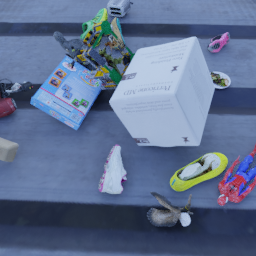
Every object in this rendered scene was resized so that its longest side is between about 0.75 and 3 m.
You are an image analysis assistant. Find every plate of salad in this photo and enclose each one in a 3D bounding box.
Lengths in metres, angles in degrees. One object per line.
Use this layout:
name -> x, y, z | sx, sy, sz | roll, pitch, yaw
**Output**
plate of salad -> 4.079, -2.217, 12.665 | 1.138, 0.273, 1.138 | 0, 52, 0

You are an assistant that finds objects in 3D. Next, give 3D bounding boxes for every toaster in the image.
toaster -> -0.509, -6.954, 16.123 | 1.452, 0.825, 0.938 | 17, 57, 19

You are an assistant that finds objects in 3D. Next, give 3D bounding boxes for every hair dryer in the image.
hair dryer -> -5.343, -1.090, 11.679 | 2.004, 0.715, 2.632 | 9, 45, 29

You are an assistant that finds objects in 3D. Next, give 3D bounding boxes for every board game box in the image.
board game box -> -2.323, -1.496, 11.420 | 2.045, 0.495, 2.703 | 31, 54, -9

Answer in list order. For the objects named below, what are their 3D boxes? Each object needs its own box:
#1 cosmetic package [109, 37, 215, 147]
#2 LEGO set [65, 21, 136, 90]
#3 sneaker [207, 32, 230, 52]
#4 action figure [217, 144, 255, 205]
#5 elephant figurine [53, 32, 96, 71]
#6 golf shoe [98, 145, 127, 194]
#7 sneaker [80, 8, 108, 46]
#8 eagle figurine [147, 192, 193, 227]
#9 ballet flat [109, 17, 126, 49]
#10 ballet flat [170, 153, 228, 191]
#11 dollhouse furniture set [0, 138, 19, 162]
cosmetic package -> 1.352, -1.188, 9.922 | 2.424, 2.426, 2.941 | -3, 47, 34
LEGO set -> -1.024, -2.743, 11.032 | 1.563, 2.698, 2.074 | 6, 71, 47
sneaker -> 4.473, -4.349, 14.285 | 1.616, 0.638, 0.771 | -36, 37, -26
action figure -> 3.907, 1.540, 9.396 | 0.967, 0.764, 2.956 | 39, 63, 24
elephant figurine -> -2.036, -3.292, 12.325 | 1.660, 2.140, 1.514 | -38, 60, -26
golf shoe -> -0.413, 1.428, 9.573 | 0.851, 0.701, 1.860 | 20, 53, -6
sneaker -> -1.774, -5.459, 14.782 | 1.179, 1.045, 2.822 | 12, 52, 4
eagle figurine -> 1.268, 2.504, 8.555 | 1.268, 0.957, 0.962 | 7, 61, -8
ballet flat -> -0.683, -4.957, 14.583 | 0.748, 0.814, 2.373 | -17, 50, 6
ballet flat -> 2.477, 1.354, 9.427 | 2.416, 0.810, 0.807 | -24, 51, -18
dollhouse furniture set -> -5.428, 0.769, 10.327 | 2.597, 2.058, 1.843 | 22, 9, -10
